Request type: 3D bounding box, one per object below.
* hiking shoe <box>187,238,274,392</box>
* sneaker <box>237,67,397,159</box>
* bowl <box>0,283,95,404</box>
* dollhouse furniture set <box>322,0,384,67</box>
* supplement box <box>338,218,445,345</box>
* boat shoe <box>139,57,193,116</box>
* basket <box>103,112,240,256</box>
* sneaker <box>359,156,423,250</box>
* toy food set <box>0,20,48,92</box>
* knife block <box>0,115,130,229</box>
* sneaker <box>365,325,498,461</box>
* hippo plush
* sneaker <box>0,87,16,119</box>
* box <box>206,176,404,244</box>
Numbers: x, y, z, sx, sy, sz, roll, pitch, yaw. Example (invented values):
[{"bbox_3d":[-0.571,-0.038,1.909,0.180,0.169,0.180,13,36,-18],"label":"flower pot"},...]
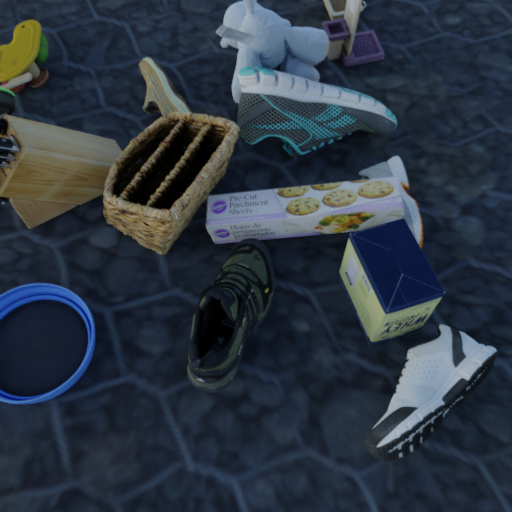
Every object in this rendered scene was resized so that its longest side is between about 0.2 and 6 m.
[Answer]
[{"bbox_3d":[-0.318,0.714,8.479,0.983,1.306,2.595,15,62,7],"label":"hiking shoe"},{"bbox_3d":[1.059,-2.499,10.457,3.205,1.462,1.243,8,21,-17],"label":"sneaker"},{"bbox_3d":[-3.434,1.357,8.661,1.924,0.378,1.924,0,61,0],"label":"bowl"},{"bbox_3d":[1.474,-5.426,11.535,1.996,1.788,2.519,-12,65,-5],"label":"dollhouse furniture set"},{"bbox_3d":[2.006,0.422,8.615,0.912,1.358,1.359,-16,62,-9],"label":"supplement box"},{"bbox_3d":[-1.920,-3.105,11.026,0.754,0.709,1.980,-33,65,-3],"label":"boat shoe"},{"bbox_3d":[-1.526,-1.444,9.325,1.583,1.652,2.218,33,65,-1],"label":"basket"},{"bbox_3d":[2.329,-0.794,9.775,0.893,0.735,1.942,-15,59,10],"label":"sneaker"},{"bbox_3d":[-4.751,-3.927,11.547,1.185,0.658,2.014,-18,57,18],"label":"toy food set"},{"bbox_3d":[-3.653,-1.699,9.138,2.879,2.527,0.921,-29,65,-15],"label":"knife block"},{"bbox_3d":[2.385,1.965,8.161,2.440,0.900,0.976,-35,53,-23],"label":"sneaker"},{"bbox_3d":[-0.059,-4.053,11.013,2.484,1.978,1.997,19,21,-36],"label":"hippo plush"},{"bbox_3d":[-5.542,-2.063,10.327,2.801,1.075,1.174,-41,80,-12],"label":"sneaker"},{"bbox_3d":[0.790,-0.742,9.345,3.230,0.625,0.669,-4,60,11],"label":"box"}]
